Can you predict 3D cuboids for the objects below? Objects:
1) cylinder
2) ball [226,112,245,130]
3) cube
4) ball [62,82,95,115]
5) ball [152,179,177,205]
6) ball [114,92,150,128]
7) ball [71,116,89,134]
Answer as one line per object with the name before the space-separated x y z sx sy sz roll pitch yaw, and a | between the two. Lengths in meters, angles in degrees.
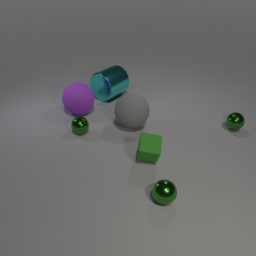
cylinder | -0.885 -2.192 13.605 1.400 1.400 1.400 22 39 31
ball | 4.265 -0.275 11.131 0.700 0.700 0.700 0 32 0
cube | 0.697 0.655 9.230 0.700 0.700 0.700 10 58 -1
ball | -2.159 -1.288 12.203 1.400 1.400 1.400 0 32 0
ball | 1.037 1.803 7.907 0.700 0.700 0.700 0 32 0
ball | 0.163 -0.706 11.129 1.400 1.400 1.400 0 32 0
ball | -1.878 -0.104 10.978 0.700 0.700 0.700 0 32 0
